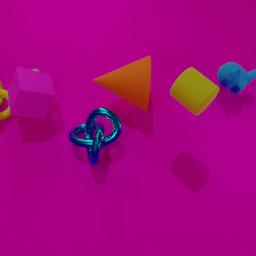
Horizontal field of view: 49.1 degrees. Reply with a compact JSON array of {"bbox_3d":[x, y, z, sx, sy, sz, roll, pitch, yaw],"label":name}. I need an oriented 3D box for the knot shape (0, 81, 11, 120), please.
[{"bbox_3d":[-4.179,-0.939,8.419,0.660,1.337,1.429,-26,83,33],"label":"knot shape"}]

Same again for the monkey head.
[{"bbox_3d":[3.357,-1.665,8.620,1.119,1.556,0.938,-35,101,13],"label":"monkey head"}]

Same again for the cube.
[{"bbox_3d":[-2.841,-1.002,8.205,1.010,1.010,1.010,7,44,-36],"label":"cube"}]

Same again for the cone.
[{"bbox_3d":[-0.234,-1.366,8.348,1.645,1.639,1.639,3,66,-2],"label":"cone"}]

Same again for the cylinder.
[{"bbox_3d":[1.543,-0.847,6.517,0.812,0.812,0.812,-41,72,-16],"label":"cylinder"}]

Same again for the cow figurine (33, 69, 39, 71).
[{"bbox_3d":[-3.331,-1.426,9.084,0.982,0.548,0.998,-11,54,1],"label":"cow figurine"}]

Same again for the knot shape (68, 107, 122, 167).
[{"bbox_3d":[-1.040,0.192,8.059,1.541,0.761,1.647,16,81,42],"label":"knot shape"}]
